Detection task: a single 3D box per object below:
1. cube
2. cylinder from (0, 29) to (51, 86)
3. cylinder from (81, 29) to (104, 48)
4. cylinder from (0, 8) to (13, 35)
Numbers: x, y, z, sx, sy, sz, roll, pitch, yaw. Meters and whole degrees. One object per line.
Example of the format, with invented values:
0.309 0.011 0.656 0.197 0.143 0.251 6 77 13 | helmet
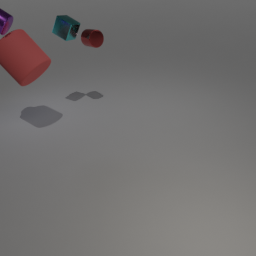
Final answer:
-2.402 -3.902 10.913 0.700 0.700 0.700 33 31 7 | cube
-3.663 -2.418 9.727 1.400 1.400 1.400 47 37 -7 | cylinder
-1.467 -3.682 11.491 0.700 0.700 0.700 -22 31 -32 | cylinder
-4.137 -3.437 8.884 0.700 0.700 0.700 31 28 -14 | cylinder
